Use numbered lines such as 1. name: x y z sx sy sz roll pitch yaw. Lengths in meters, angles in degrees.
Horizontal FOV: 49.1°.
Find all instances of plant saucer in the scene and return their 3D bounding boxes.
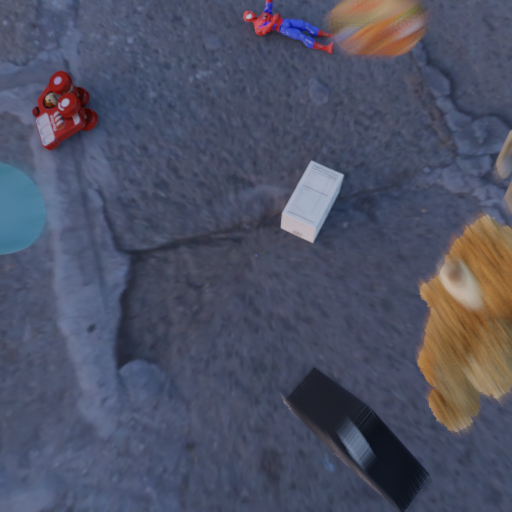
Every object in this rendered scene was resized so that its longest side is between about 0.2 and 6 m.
1. plant saucer: -3.565 -0.636 7.655 1.299 0.234 1.299 15 68 -41

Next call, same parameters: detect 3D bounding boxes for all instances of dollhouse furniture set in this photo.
1. dollhouse furniture set: 4.170 -1.394 7.662 1.360 1.430 1.166 56 49 -19

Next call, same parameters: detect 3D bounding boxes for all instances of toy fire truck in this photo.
1. toy fire truck: -4.236 -3.137 12.029 1.249 0.834 1.487 -28 69 9

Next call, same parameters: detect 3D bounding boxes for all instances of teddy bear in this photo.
1. teddy bear: 2.760 0.987 7.601 1.031 3.089 2.239 8 56 3

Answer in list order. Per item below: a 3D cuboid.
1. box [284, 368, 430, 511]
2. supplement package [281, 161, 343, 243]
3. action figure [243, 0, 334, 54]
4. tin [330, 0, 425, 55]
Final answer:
1. box: 1.244 2.262 6.924 0.640 1.146 1.624 -48 121 -13
2. supplement package: 1.122 -1.080 11.202 0.754 0.726 1.325 26 71 10
3. action figure: 0.762 -5.407 12.738 2.235 1.106 0.729 16 69 9
4. tin: 2.009 -3.879 9.362 1.672 0.936 0.350 18 56 37
